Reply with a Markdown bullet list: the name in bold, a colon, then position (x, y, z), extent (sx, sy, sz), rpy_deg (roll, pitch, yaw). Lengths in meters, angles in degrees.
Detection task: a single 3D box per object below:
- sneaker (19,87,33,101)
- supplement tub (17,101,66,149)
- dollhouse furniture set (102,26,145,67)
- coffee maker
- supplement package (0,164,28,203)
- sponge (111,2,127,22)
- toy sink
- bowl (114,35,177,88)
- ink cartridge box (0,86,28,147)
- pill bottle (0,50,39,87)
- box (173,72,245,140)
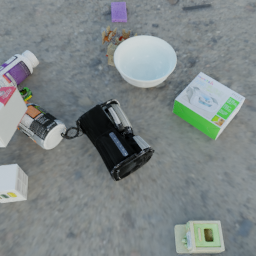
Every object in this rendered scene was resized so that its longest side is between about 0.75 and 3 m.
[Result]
- **sneaker**: position (-3.858, -1.036, 9.747), extent (0.422, 0.460, 1.080), rpy_deg (33, 66, 18)
- **supplement tub**: position (-2.874, -0.127, 8.916), extent (1.619, 0.992, 0.992), rpy_deg (34, 65, 18)
- **dollhouse furniture set**: position (-0.320, -3.176, 10.954), extent (1.537, 0.792, 1.520), rpy_deg (19, 50, 10)
- **coffee maker**: position (-0.575, 0.504, 8.501), extent (2.024, 1.419, 2.107), rpy_deg (-39, 63, 9)
- **supplement package**: position (-3.371, 1.584, 7.916), extent (0.758, 0.998, 0.752), rpy_deg (-6, 60, -4)
- **sponge**: position (-0.396, -5.070, 12.245), extent (0.653, 0.175, 1.170), rpy_deg (-2, 60, -2)
- **toy sink**: position (1.855, 2.870, 7.382), extent (1.135, 0.636, 0.740), rpy_deg (1, 60, 0)
- **bowl**: position (0.594, -2.219, 10.125), extent (2.191, 0.985, 2.191), rpy_deg (0, 59, 0)
- **ink cartridge box**: position (-4.213, -0.323, 7.811), extent (2.175, 0.907, 1.579), rpy_deg (0, 46, 12)
- **pill bottle**: position (-4.023, -2.107, 10.133), extent (0.853, 0.853, 1.531), rpy_deg (34, 66, 18)
- **box**: position (2.671, -0.752, 9.375), extent (1.747, 0.845, 1.542), rpy_deg (37, 68, 20)
